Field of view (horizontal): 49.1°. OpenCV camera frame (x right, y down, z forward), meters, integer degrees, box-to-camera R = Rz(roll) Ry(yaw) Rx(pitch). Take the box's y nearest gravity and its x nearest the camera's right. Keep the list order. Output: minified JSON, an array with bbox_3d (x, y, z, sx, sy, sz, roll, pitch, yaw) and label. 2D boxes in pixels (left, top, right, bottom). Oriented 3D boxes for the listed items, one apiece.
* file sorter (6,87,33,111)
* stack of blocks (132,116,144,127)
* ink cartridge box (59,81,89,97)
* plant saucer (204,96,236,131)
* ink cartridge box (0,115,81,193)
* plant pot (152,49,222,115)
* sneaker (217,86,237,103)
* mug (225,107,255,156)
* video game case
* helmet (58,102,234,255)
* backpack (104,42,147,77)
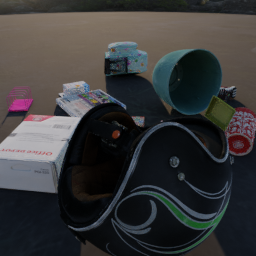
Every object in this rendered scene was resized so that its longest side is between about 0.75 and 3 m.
[{"bbox_3d":[-4.505,-1.235,11.665,0.768,0.693,1.105,-3,28,-4],"label":"file sorter"},{"bbox_3d":[0.021,-0.156,10.042,1.084,0.317,0.624,4,28,8],"label":"stack of blocks"},{"bbox_3d":[-2.515,-1.776,12.950,1.281,0.434,0.737,-16,32,-27],"label":"ink cartridge box"},{"bbox_3d":[2.812,-0.474,8.482,0.200,0.833,0.834,-26,55,-33],"label":"plant saucer"},{"bbox_3d":[-2.402,0.615,7.857,1.767,1.029,2.427,4,27,7],"label":"ink cartridge box"},{"bbox_3d":[2.169,-1.996,11.402,2.512,2.512,2.016,-12,22,-21],"label":"plant pot"},{"bbox_3d":[3.872,-1.510,12.327,1.882,0.712,1.087,-12,24,-42],"label":"sneaker"},{"bbox_3d":[3.462,0.223,8.975,1.009,1.342,1.512,40,38,-3],"label":"mug"},{"bbox_3d":[-1.574,-0.971,11.637,2.133,0.269,2.341,-17,31,-28],"label":"video game case"},{"bbox_3d":[0.460,0.952,5.255,2.815,2.952,2.952,25,13,-34],"label":"helmet"},{"bbox_3d":[-0.084,-3.755,15.273,2.363,1.811,2.077,3,22,-6],"label":"backpack"}]
